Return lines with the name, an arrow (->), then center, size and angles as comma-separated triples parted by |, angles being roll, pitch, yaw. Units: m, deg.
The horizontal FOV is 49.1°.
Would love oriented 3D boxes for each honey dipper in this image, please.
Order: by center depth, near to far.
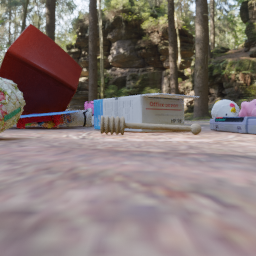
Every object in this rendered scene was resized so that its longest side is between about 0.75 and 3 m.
honey dipper -> 0.418, -0.018, 5.068 | 1.825, 0.347, 0.347 | 2, 2, -4

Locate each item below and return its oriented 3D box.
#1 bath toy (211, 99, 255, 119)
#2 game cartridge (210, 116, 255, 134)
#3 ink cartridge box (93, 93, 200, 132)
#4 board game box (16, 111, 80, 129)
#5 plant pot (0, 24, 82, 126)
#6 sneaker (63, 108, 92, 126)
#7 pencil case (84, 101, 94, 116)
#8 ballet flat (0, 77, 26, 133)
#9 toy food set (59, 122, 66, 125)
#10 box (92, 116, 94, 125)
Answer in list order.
bath toy -> 3.753, -0.403, 7.966 | 2.651, 1.153, 0.980 | -1, 36, -7
game cartridge -> 2.812, -0.079, 6.050 | 1.419, 0.420, 2.190 | 4, 1, -6
ink cartridge box -> 0.360, -0.322, 6.628 | 1.366, 0.787, 2.359 | -1, 2, -38
board game box -> -2.711, -0.191, 8.686 | 2.431, 0.473, 1.921 | -5, 6, 7
plant pot -> -3.252, -1.648, 10.349 | 2.436, 2.764, 2.762 | 26, 33, -18
sneaker -> -2.081, -0.466, 11.679 | 1.169, 0.764, 2.034 | 3, 5, -7
pencil case -> -0.910, -0.797, 15.370 | 2.969, 1.391, 1.347 | 0, 47, -9
ballet flat -> -2.901, -0.280, 3.694 | 2.897, 1.096, 0.926 | -4, 28, -4
toy food set -> -3.463, -0.307, 13.308 | 2.626, 0.527, 1.813 | 9, 14, 42
box -> -0.881, -0.361, 13.566 | 1.789, 0.473, 2.295 | -1, 1, -18
